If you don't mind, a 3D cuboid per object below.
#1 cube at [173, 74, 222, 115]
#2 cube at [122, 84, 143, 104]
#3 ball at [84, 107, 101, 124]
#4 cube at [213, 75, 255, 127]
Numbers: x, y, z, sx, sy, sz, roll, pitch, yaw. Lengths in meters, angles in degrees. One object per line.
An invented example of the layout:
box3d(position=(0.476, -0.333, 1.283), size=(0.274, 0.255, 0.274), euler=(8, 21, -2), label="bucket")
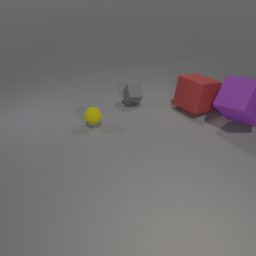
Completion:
box3d(position=(3.107, -1.572, 12.670), size=(1.400, 1.400, 1.400), euler=(-11, 31, -36), label="cube")
box3d(position=(0.217, -1.590, 13.160), size=(0.700, 0.700, 0.700), euler=(-3, 69, -22), label="cube")
box3d(position=(-1.445, -0.515, 11.555), size=(0.700, 0.700, 0.700), euler=(0, 32, 0), label="ball")
box3d(position=(4.547, -1.091, 11.194), size=(1.400, 1.400, 1.400), euler=(31, -6, -40), label="cube")
